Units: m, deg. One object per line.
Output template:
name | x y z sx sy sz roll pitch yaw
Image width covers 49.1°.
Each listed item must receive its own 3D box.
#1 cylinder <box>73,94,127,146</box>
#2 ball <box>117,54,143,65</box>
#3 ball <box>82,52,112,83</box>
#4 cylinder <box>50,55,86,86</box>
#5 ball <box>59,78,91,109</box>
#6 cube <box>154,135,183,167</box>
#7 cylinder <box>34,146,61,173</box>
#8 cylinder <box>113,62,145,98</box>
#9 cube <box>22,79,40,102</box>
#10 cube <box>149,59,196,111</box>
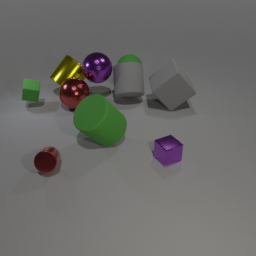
cylinder | -0.959 -0.252 9.844 1.400 1.400 1.400 -13 60 24
ball | 0.095 -3.225 14.985 1.400 1.400 1.400 0 31 0
ball | -1.414 -2.767 12.886 1.400 1.400 1.400 0 31 0
cylinder | -2.851 -2.595 13.690 1.400 1.400 1.400 -53 45 0
ball | -2.377 -1.532 12.501 1.400 1.400 1.400 0 31 0
cube | 1.346 0.757 9.408 0.700 0.700 0.700 -17 35 -25
cylinder | -2.528 0.982 8.805 0.700 0.700 0.700 -3 9 -4
cylinder | 0.034 -2.189 13.049 1.400 1.400 1.400 -3 -4 0
cube | -4.316 -1.672 12.476 0.700 0.700 0.700 6 47 -20
cube | 1.946 -1.911 12.452 1.400 1.400 1.400 -36 30 22
